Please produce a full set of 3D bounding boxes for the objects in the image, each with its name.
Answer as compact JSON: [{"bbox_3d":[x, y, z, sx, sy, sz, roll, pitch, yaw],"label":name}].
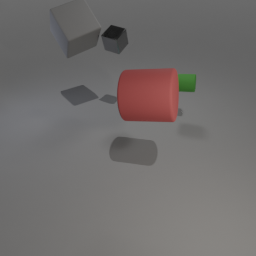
[{"bbox_3d":[0.578,-0.870,7.509,1.400,1.400,1.400,2,32,17],"label":"cylinder"},{"bbox_3d":[-0.489,-3.363,10.654,0.700,0.700,0.700,23,62,24],"label":"cube"},{"bbox_3d":[2.320,-1.786,11.116,0.700,0.700,0.700,4,32,16],"label":"cylinder"},{"bbox_3d":[-2.044,-3.818,10.780,1.400,1.400,1.400,-30,86,-18],"label":"cube"}]
